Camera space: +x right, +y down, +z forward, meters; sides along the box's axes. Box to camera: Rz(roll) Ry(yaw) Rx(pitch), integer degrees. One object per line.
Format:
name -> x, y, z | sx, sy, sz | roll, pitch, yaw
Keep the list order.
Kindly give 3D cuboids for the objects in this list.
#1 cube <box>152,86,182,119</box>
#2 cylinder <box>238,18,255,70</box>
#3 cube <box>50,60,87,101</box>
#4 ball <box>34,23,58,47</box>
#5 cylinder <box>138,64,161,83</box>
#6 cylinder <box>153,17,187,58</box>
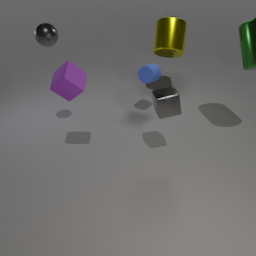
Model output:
cube -> 1.177, -0.788, 8.594 | 0.700, 0.700, 0.700 | -14, 30, -1
cylinder -> 4.300, -2.653, 8.821 | 1.400, 1.400, 1.400 | -8, 3, 0
cube -> -1.666, -1.317, 7.895 | 0.700, 0.700, 0.700 | -28, 45, 34
ball -> -2.491, -2.838, 8.562 | 0.700, 0.700, 0.700 | 0, 32, 0
cylinder -> 0.876, -2.189, 11.223 | 0.700, 0.700, 0.700 | 19, 27, 28
cylinder -> 1.900, -4.044, 12.634 | 1.400, 1.400, 1.400 | 6, -1, 0
